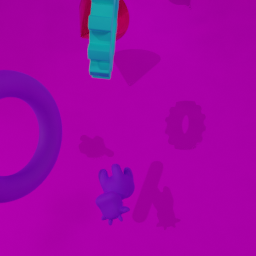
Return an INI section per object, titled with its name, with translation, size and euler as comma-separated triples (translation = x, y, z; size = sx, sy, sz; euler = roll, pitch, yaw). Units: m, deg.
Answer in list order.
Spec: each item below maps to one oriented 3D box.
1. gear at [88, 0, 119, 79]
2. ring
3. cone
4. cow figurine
[gear]
translation = -0.354, -1.586, 4.343
size = 0.296, 1.599, 1.599
euler = 6, 60, -1
[ring]
translation = -1.430, 0.107, 3.442
size = 0.323, 1.613, 1.613
euler = 5, 57, 30
[cone]
translation = -0.875, -2.571, 7.055
size = 1.456, 1.456, 1.462
euler = 17, 44, 9
[cow figurine]
translation = -0.178, 1.131, 4.811
size = 0.549, 1.000, 0.984
euler = -26, 64, 22
